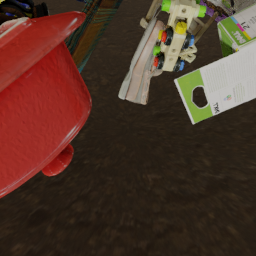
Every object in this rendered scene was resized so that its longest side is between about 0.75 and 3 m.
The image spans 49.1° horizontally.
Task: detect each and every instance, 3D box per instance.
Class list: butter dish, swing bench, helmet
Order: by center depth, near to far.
[{"bbox_3d":[-1.360,-0.090,3.414,2.404,1.777,2.397,-44,33,-10],"label":"butter dish"},{"bbox_3d":[-2.559,-1.479,5.547,2.293,2.293,2.186,0,84,0],"label":"helmet"},{"bbox_3d":[1.348,-2.990,8.016,1.634,1.642,1.066,40,51,0],"label":"swing bench"}]

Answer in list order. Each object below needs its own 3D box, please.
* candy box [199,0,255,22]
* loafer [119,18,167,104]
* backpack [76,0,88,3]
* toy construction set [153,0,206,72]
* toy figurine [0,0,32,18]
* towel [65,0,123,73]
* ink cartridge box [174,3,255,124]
[{"bbox_3d":[2.614,-3.954,7.854,0.851,2.378,1.995,-42,59,10],"label":"candy box"},{"bbox_3d":[0.442,-1.342,6.211,0.767,2.439,0.877,25,60,-3],"label":"loafer"},{"bbox_3d":[-1.306,-4.204,8.221,1.438,0.967,1.313,2,18,4],"label":"backpack"},{"bbox_3d":[0.850,-1.710,4.903,0.848,1.842,1.208,-1,59,8],"label":"toy construction set"},{"bbox_3d":[-3.330,-3.098,7.318,2.684,1.416,1.608,-14,77,32],"label":"toy figurine"},{"bbox_3d":[-0.930,-1.405,5.164,0.302,2.779,2.038,32,20,-8],"label":"towel"},{"bbox_3d":[2.273,-1.370,6.139,2.549,1.884,0.966,-24,54,11],"label":"ink cartridge box"}]
